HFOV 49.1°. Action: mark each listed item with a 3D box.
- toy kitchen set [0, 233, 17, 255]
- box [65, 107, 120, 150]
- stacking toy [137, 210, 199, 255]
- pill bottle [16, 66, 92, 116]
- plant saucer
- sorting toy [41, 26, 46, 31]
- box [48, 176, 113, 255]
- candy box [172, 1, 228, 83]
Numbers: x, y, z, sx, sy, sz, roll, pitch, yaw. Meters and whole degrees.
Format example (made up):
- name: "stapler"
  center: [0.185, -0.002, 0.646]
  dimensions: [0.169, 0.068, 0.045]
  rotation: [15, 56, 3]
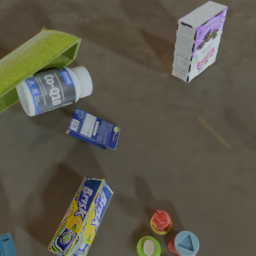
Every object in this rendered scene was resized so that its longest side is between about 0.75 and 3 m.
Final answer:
- name: "toy kitchen set"
  center: [-1.664, 2.788, 4.891]
  dimensions: [1.692, 1.244, 2.113]
  rotation: [-22, 78, -2]
- name: "box"
  center: [-0.863, 0.060, 7.158]
  dimensions: [1.305, 0.211, 0.790]
  rotation: [25, 47, -14]
- name: "stacking toy"
  center: [0.774, 2.311, 5.621]
  dimensions: [1.158, 0.489, 1.048]
  rotation: [35, 62, 24]
- name: "pill bottle"
  center: [-1.973, -1.069, 7.639]
  dimensions: [1.823, 1.037, 1.037]
  rotation: [-22, 57, -28]
- name: "plant saucer"
  center: [-2.482, -1.312, 6.651]
  dimensions: [2.755, 2.751, 0.659]
  rotation: [-38, 102, -8]
- name: "sorting toy"
  center: [-2.495, -2.261, 7.807]
  dimensions: [0.189, 0.540, 1.120]
  rotation: [14, 82, 15]
- name: "box"
  center: [-0.918, 1.858, 5.800]
  dimensions: [0.534, 0.582, 1.660]
  rotation: [1, 48, 29]
- name: "candy box"
  center: [2.068, -2.500, 8.224]
  dimensions: [0.654, 1.827, 1.533]
  rotation: [35, 59, 28]
